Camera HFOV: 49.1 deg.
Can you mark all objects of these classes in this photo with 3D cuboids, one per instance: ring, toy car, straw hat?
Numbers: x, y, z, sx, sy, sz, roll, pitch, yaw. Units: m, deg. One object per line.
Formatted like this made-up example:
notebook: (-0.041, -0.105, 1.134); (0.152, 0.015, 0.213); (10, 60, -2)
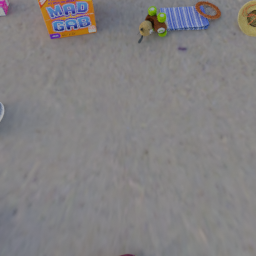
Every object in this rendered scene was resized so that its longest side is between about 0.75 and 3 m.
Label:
ring: (3.217, -4.742, 11.190); (1.100, 0.106, 1.100); (6, 58, -10)
toy car: (0.789, -3.642, 10.303); (1.172, 0.963, 0.925); (-44, 70, -10)
straw hat: (4.861, -4.189, 10.728); (1.326, 1.326, 0.561); (20, 21, 10)

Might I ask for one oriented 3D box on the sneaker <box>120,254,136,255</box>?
sneaker: (-0.603, 3.534, 6.407); (1.989, 0.896, 0.745); (-26, 65, -13)

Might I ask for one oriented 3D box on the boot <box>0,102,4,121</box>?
boot: (-4.254, -0.376, 8.697); (0.462, 0.574, 1.271); (2, 62, 1)

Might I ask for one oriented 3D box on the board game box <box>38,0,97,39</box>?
board game box: (-2.248, -4.688, 10.321); (1.794, 1.794, 1.795); (-11, 62, -5)

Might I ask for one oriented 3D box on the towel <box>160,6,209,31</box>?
towel: (2.219, -4.370, 11.060); (1.777, 0.212, 1.287); (-4, 61, -2)

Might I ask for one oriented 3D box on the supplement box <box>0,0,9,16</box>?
supplement box: (-5.101, -4.919, 11.247); (0.397, 0.406, 0.786); (-3, 60, -1)
